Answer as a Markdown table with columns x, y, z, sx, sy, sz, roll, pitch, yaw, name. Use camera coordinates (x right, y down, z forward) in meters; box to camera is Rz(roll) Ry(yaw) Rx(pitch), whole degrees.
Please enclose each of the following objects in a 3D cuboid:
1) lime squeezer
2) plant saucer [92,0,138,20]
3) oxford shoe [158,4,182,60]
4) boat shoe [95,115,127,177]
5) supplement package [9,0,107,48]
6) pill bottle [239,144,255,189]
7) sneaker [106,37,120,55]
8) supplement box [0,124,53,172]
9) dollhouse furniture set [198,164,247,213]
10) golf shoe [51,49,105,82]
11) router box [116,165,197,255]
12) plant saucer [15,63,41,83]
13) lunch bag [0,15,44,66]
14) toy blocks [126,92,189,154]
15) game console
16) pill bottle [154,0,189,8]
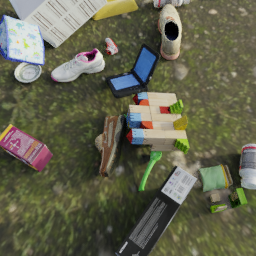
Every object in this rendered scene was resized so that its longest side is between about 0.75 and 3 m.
| x | y | z | sx | sy | sz | roll | pitch | yaw | name |
| --- | --- | --- | --- | --- | --- | --- | --- | --- | --- |
| 0.587 | 0.657 | 9.628 | 1.016 | 0.543 | 2.877 | -25 | 61 | 24 | lime squeezer |
| -0.876 | -6.162 | 12.989 | 2.191 | 0.531 | 2.192 | -17 | 64 | -9 | plant saucer |
| 1.839 | -4.278 | 11.718 | 1.018 | 1.062 | 2.877 | -1 | 63 | -1 | oxford shoe |
| -0.655 | 0.550 | 9.452 | 0.849 | 0.870 | 2.299 | 7 | 56 | 11 | boat shoe |
| -2.977 | -5.450 | 11.187 | 2.892 | 2.127 | 2.765 | -37 | 67 | 10 | supplement package |
| 4.020 | 1.258 | 9.075 | 0.742 | 0.742 | 1.341 | 14 | 64 | 7 | pill bottle |
| -0.791 | -3.417 | 11.715 | 0.468 | 0.292 | 0.873 | -35 | 71 | -19 | sneaker |
| -3.392 | 0.684 | 9.248 | 1.487 | 0.973 | 0.767 | 27 | 68 | 14 | supplement box |
| 2.909 | 1.796 | 8.801 | 0.965 | 0.740 | 1.474 | -9 | 63 | -4 | dollhouse furniture set |
| -1.988 | -2.475 | 10.861 | 2.161 | 0.989 | 0.814 | -22 | 66 | -9 | golf shoe |
| 0.744 | 2.525 | 7.671 | 0.696 | 2.094 | 2.664 | 33 | 68 | 16 | router box |
| -3.929 | -2.166 | 11.094 | 1.040 | 0.261 | 1.040 | 0 | 62 | 0 | plant saucer |
| -3.125 | -2.443 | 8.219 | 1.127 | 0.844 | 1.325 | 0 | 59 | -44 | lunch bag |
| 0.788 | -0.258 | 9.379 | 1.860 | 1.359 | 2.720 | 2 | 49 | -8 | toy blocks |
| 0.092 | -2.102 | 10.069 | 1.782 | 1.179 | 2.027 | -15 | 30 | -6 | game console |
| 1.972 | -5.934 | 12.683 | 1.556 | 0.861 | 0.861 | -2 | 63 | -2 | pill bottle |
